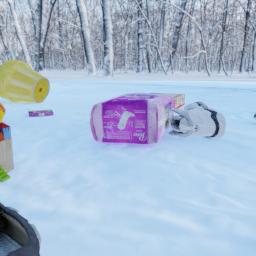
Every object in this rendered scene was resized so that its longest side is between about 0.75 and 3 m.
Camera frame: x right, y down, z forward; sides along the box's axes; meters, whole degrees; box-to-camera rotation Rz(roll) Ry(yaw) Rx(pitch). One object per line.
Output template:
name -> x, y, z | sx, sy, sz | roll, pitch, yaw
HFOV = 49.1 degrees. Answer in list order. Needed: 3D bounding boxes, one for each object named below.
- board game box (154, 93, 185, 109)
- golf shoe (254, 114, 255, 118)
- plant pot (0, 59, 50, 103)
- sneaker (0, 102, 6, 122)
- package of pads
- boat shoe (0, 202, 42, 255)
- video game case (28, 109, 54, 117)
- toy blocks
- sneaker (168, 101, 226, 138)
board game box -> 1.669, -1.367, 13.969 | 1.931, 0.590, 2.549 | 5, 13, 21
golf shoe -> 5.014, -0.303, 9.463 | 1.403, 0.542, 0.618 | 1, 36, 1
plant pot -> -5.633, -2.377, 15.438 | 2.176, 2.313, 2.313 | 21, 17, 15
sneaker -> -5.556, -0.536, 9.088 | 2.880, 1.051, 1.111 | -8, 25, -21
package of pads -> 0.274, -0.369, 7.964 | 1.753, 1.101, 2.909 | 1, 12, 17
boat shoe -> -1.482, 0.939, 2.576 | 0.894, 0.730, 2.421 | -10, 15, -39
video game case -> -3.568, -0.618, 11.426 | 0.952, 0.170, 0.863 | -5, 13, -21
toy blocks -> -2.442, 0.335, 4.568 | 0.807, 1.104, 1.614 | 3, 12, 13
sneaker -> 1.737, -0.289, 8.139 | 1.308, 0.855, 2.276 | 1, 15, -11
